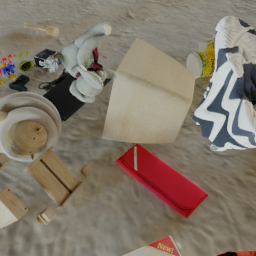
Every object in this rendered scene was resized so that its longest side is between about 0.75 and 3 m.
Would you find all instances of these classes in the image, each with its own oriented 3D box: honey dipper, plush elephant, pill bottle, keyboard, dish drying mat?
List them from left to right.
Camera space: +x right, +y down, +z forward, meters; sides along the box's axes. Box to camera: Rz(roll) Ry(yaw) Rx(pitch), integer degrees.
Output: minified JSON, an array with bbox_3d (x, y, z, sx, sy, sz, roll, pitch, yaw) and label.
[{"bbox_3d":[-4.222,-4.775,13.342,2.117,0.402,0.402,21,48,23],"label":"honey dipper"},{"bbox_3d":[-1.938,-1.380,9.871,1.521,0.579,2.922,38,51,4],"label":"keyboard"},{"bbox_3d":[-0.694,-1.071,5.072,1.362,1.121,1.054,-38,99,-23],"label":"plush elephant"},{"bbox_3d":[0.811,1.251,7.169,2.357,0.214,0.905,34,53,31],"label":"dish drying mat"},{"bbox_3d":[3.157,-2.468,10.510,1.703,0.960,0.960,-13,45,-15],"label":"pill bottle"}]

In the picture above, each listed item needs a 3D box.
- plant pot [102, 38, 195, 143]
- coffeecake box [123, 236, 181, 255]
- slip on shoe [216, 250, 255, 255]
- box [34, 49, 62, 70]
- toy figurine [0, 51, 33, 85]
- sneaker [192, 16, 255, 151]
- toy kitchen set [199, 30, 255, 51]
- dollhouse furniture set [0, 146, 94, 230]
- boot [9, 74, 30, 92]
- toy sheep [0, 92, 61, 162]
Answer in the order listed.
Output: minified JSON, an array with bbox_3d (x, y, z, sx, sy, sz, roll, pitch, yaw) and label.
[{"bbox_3d":[0.689,-0.858,7.985,1.999,2.258,2.255,18,41,3],"label":"plant pot"},{"bbox_3d":[-0.091,3.365,4.377,2.816,1.029,2.161,-17,46,-17],"label":"coffeecake box"},{"bbox_3d":[2.230,2.656,5.615,1.140,0.349,0.422,-3,42,-5],"label":"slip on shoe"},{"bbox_3d":[-3.156,-2.721,11.115,0.769,0.476,0.756,20,47,20],"label":"box"},{"bbox_3d":[-4.609,-2.408,10.555,1.022,0.900,1.705,25,48,31],"label":"toy figurine"},{"bbox_3d":[1.702,-0.679,5.109,0.961,1.566,2.407,-1,70,-25],"label":"sneaker"},{"bbox_3d":[4.139,-3.174,11.410,1.545,1.136,1.929,-35,34,-31],"label":"toy kitchen set"},{"bbox_3d":[-2.254,1.149,6.618,1.902,1.089,2.231,51,41,-8],"label":"dollhouse furniture set"},{"bbox_3d":[-3.768,-1.616,10.075,0.833,0.318,0.700,16,50,24],"label":"boot"},{"bbox_3d":[-2.729,-0.088,7.383,1.984,1.984,2.878,-11,26,-11],"label":"toy sheep"}]
